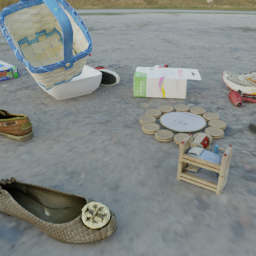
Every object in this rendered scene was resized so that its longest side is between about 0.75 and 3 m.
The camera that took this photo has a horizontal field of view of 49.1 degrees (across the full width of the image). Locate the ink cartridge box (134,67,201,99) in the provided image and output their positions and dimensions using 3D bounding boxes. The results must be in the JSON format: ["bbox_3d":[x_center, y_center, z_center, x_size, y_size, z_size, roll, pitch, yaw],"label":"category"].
[{"bbox_3d":[1.527,-1.801,11.091,2.501,0.842,1.465,3,28,6],"label":"ink cartridge box"}]

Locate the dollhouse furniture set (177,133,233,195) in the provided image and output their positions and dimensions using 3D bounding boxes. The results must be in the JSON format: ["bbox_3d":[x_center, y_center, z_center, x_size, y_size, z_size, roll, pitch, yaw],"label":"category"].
[{"bbox_3d":[1.893,0.576,6.431,1.006,1.000,1.427,17,32,28],"label":"dollhouse furniture set"}]

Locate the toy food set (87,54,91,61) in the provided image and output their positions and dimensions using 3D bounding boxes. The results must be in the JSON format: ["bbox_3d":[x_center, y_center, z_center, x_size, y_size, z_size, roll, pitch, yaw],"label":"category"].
[{"bbox_3d":[-2.637,-3.709,14.936,1.326,0.633,0.597,-15,31,-24],"label":"toy food set"}]

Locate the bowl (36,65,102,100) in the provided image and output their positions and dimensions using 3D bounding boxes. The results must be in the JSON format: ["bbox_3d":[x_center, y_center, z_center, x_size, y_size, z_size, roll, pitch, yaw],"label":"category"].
[{"bbox_3d":[-2.396,-1.859,11.209,2.292,0.856,2.289,-19,34,-31],"label":"bowl"}]

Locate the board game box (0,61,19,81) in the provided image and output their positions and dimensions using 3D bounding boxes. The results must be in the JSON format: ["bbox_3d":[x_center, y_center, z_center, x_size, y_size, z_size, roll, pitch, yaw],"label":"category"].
[{"bbox_3d":[-6.693,-2.718,13.216,2.775,0.478,1.878,24,36,38],"label":"board game box"}]

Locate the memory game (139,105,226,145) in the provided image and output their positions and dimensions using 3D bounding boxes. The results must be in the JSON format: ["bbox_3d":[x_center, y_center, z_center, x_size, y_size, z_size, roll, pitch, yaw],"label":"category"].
[{"bbox_3d":[1.677,-0.160,8.722,2.680,0.171,2.680,-1,27,0],"label":"memory game"}]

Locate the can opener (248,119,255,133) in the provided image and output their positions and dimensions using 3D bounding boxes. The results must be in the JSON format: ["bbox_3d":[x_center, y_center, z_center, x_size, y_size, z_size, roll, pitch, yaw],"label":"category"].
[{"bbox_3d":[4.348,0.157,7.640,0.568,0.717,2.159,-17,28,-27],"label":"can opener"}]

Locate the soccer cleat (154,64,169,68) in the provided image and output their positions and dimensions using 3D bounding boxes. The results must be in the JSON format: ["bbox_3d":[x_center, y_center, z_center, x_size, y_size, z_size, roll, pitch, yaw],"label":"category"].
[{"bbox_3d":[1.417,-2.661,13.117,0.699,0.563,1.640,2,23,22],"label":"soccer cleat"}]

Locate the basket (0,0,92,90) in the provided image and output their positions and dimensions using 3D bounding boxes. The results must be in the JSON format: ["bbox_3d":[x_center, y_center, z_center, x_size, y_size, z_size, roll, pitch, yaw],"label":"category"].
[{"bbox_3d":[-2.069,-2.500,6.969,1.935,2.782,2.453,-30,77,-15],"label":"basket"}]

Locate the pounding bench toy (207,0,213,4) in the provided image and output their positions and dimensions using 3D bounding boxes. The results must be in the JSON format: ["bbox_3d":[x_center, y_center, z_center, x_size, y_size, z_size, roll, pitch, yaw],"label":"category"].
[{"bbox_3d":[2.216,-4.107,8.047,0.898,0.701,0.558,36,22,7],"label":"pounding bench toy"}]

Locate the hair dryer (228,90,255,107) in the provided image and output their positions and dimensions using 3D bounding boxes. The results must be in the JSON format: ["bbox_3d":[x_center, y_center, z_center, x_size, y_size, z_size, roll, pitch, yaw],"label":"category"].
[{"bbox_3d":[4.270,-1.119,10.297,1.116,0.398,1.465,24,37,36],"label":"hair dryer"}]

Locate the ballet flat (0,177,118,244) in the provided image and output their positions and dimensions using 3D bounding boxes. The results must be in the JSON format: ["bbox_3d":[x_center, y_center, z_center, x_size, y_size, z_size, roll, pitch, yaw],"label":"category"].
[{"bbox_3d":[-1.506,1.418,5.225,2.754,0.638,0.928,11,30,20],"label":"ballet flat"}]

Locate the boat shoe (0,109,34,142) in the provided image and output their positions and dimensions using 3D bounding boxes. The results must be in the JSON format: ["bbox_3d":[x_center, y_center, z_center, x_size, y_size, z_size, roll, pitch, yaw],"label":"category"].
[{"bbox_3d":[-3.743,-0.214,8.206,2.169,0.737,0.780,8,29,14],"label":"boat shoe"}]

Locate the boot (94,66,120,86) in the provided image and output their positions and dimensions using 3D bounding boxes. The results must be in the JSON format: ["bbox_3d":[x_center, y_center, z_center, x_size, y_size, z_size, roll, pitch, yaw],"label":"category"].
[{"bbox_3d":[-0.963,-2.417,12.496,1.896,0.687,1.368,12,29,29],"label":"boot"}]

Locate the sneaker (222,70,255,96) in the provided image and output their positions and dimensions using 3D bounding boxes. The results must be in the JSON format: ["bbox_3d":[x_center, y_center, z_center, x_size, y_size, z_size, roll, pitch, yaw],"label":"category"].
[{"bbox_3d":[5.129,-1.910,10.916,2.950,1.212,1.148,23,35,38],"label":"sneaker"}]
